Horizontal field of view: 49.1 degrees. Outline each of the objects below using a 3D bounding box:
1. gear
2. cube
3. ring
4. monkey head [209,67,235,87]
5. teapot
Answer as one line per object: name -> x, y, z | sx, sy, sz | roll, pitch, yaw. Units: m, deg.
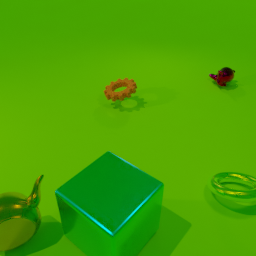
gear -> -0.245, -1.246, 9.012 | 1.057, 0.196, 1.057 | -11, 39, 9
cube -> -0.302, 1.508, 5.084 | 1.343, 1.343, 1.343 | 27, 45, 30
ring -> 2.343, 1.249, 6.057 | 1.217, 0.243, 1.217 | 0, 13, 0
monkey head -> 3.419, -1.944, 10.191 | 1.141, 0.688, 0.821 | -14, 47, -46
teapot -> -2.147, 1.599, 5.137 | 1.761, 1.095, 0.862 | -42, 43, 1
